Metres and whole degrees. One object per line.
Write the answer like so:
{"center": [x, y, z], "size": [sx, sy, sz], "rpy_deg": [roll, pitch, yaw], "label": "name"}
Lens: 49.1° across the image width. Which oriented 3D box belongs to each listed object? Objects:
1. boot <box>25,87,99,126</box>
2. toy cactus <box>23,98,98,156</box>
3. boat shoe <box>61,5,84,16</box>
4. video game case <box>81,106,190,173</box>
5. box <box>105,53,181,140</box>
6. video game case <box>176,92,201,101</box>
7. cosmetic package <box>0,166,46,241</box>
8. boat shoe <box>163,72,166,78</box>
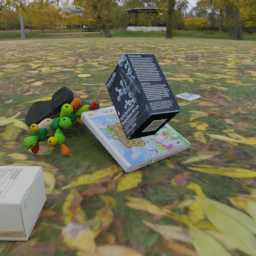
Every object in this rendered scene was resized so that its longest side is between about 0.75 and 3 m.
{"center": [-2.687, -0.531, 11.490], "size": [2.862, 0.969, 1.870], "rpy_deg": [-22, -30, 30], "label": "boot"}
{"center": [-2.543, -0.002, 10.151], "size": [2.369, 1.468, 2.871], "rpy_deg": [-8, 33, 51], "label": "toy cactus"}
{"center": [-1.852, -4.002, 9.396], "size": [0.798, 0.247, 0.287], "rpy_deg": [0, 48, -39], "label": "boat shoe"}
{"center": [0.231, 0.096, 9.929], "size": [2.728, 0.331, 2.996], "rpy_deg": [-16, 45, -33], "label": "video game case"}
{"center": [0.359, -0.915, 8.083], "size": [1.066, 1.478, 1.991], "rpy_deg": [-8, 65, -32], "label": "box"}
{"center": [3.357, -1.754, 15.603], "size": [0.928, 0.119, 1.020], "rpy_deg": [-19, 29, -38], "label": "video game case"}
{"center": [-3.538, 1.654, 6.396], "size": [2.904, 1.032, 1.528], "rpy_deg": [1, 23, 3], "label": "cosmetic package"}
{"center": [2.077, -3.605, 19.578], "size": [0.504, 0.503, 1.393], "rpy_deg": [-21, 20, -30], "label": "boat shoe"}
